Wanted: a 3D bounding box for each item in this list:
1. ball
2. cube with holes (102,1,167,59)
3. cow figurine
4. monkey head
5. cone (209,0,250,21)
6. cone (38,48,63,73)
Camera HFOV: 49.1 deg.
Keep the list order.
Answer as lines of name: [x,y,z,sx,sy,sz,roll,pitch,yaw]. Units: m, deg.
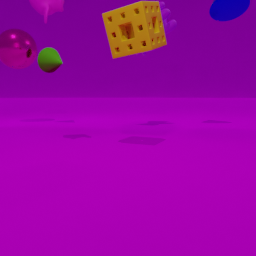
ball: [-3.843,-2.725,9.687,1.354,1.354,1.354,0,7,0]
cube with holes: [0.140,-1.731,4.949,0.761,0.761,0.761,-4,19,30]
cow figurine: [0.669,-2.918,8.312,1.471,0.821,1.495,-32,40,17]
monkey head: [-1.478,-2.452,5.083,0.617,1.024,0.736,-21,-6,-28]
cone: [2.957,-4.063,8.423,1.146,1.150,1.146,-2,-20,-1]
cone: [-2.395,-2.189,9.272,0.852,0.852,0.855,-7,21,-45]
